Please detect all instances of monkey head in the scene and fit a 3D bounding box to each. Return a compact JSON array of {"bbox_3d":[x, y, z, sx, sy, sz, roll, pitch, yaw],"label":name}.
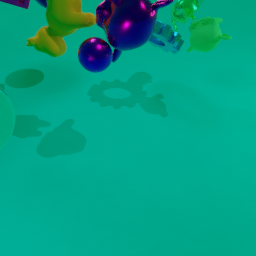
[{"bbox_3d":[2.181,-2.527,7.554,1.039,0.870,1.444,-23,13,-32],"label":"monkey head"},{"bbox_3d":[0.091,-2.246,5.678,1.146,1.902,1.368,47,45,-8],"label":"monkey head"}]

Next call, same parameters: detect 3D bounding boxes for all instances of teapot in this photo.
[{"bbox_3d":[1.768,-3.554,8.560,0.729,1.489,0.926,48,44,-2],"label":"teapot"}]

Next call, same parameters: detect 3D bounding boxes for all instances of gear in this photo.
[{"bbox_3d":[0.743,-2.760,8.121,1.799,1.799,0.333,32,97,29],"label":"gear"}]

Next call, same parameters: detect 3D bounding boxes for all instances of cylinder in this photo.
[{"bbox_3d":[-2.556,-0.300,4.039,1.347,1.347,1.347,-32,47,-29],"label":"cylinder"}]

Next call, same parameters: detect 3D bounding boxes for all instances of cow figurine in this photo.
[{"bbox_3d":[-1.562,-2.425,6.166,1.604,1.630,0.895,-4,20,15],"label":"cow figurine"}]

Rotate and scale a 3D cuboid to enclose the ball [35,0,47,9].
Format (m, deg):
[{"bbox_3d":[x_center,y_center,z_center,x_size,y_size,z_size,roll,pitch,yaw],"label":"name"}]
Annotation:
[{"bbox_3d":[-2.196,-4.100,8.093,1.274,1.274,1.274,0,44,0],"label":"ball"}]

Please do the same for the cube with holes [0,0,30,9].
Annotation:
[{"bbox_3d":[-2.894,-3.863,6.772,1.141,1.141,1.141,7,54,-28],"label":"cube with holes"}]

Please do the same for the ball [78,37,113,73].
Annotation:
[{"bbox_3d":[-0.677,-1.508,5.795,0.721,0.721,0.721,0,44,0],"label":"ball"}]
